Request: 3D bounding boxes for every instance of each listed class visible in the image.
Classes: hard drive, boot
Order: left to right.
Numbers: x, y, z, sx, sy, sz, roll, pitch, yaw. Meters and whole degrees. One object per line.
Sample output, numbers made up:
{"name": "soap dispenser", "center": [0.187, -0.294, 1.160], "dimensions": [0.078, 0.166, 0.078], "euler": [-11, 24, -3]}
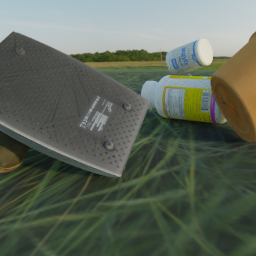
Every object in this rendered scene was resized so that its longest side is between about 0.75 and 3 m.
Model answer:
{"name": "boot", "center": [-2.055, -0.047, 5.621], "dimensions": [0.858, 1.113, 2.297], "euler": [40, 14, -16]}
{"name": "hard drive", "center": [-1.220, -0.412, 5.053], "dimensions": [2.965, 0.628, 2.000], "euler": [27, 52, -5]}

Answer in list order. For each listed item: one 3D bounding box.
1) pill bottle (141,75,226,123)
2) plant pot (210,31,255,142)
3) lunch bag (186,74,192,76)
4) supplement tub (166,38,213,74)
{"name": "pill bottle", "center": [1.865, -0.989, 9.188], "dimensions": [2.750, 1.434, 1.434], "euler": [9, 17, 29]}
{"name": "plant pot", "center": [3.323, -0.908, 6.720], "dimensions": [1.935, 2.765, 2.765], "euler": [-30, 15, 3]}
{"name": "lunch bag", "center": [2.115, -1.342, 10.853], "dimensions": [1.399, 0.823, 1.148], "euler": [-41, 9, 15]}
{"name": "supplement tub", "center": [2.396, -2.775, 10.984], "dimensions": [1.043, 1.043, 1.581], "euler": [-14, 3, -43]}
